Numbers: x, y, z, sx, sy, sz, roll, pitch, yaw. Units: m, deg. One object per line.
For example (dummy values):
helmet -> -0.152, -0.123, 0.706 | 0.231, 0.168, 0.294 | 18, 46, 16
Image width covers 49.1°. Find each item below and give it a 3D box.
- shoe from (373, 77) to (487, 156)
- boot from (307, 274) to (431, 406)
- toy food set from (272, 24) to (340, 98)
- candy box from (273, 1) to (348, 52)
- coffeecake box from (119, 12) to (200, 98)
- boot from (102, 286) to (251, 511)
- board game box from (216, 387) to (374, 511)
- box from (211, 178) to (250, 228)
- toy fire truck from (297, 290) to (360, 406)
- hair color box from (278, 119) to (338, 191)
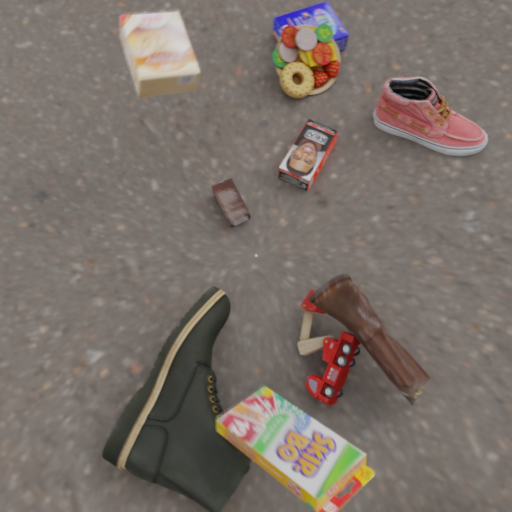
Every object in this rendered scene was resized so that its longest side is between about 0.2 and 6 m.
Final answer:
shoe -> 3.282, -2.581, 10.335 | 2.168, 0.986, 0.775 | 19, 66, 9
boot -> 1.634, 1.196, 7.760 | 0.610, 1.771, 1.900 | -41, 66, 19
toy food set -> 0.998, -3.865, 10.989 | 1.393, 0.339, 1.379 | -19, 99, -9
candy box -> 1.107, -4.595, 11.590 | 1.239, 0.477, 1.048 | -20, 68, -10
coffeecake box -> -1.539, -3.194, 8.855 | 0.963, 0.458, 1.255 | -13, 70, -19
boot -> -0.607, 2.097, 8.162 | 1.989, 1.114, 2.875 | 28, 81, 8
board game box -> 0.441, 2.288, 6.741 | 0.882, 0.277, 1.847 | -26, 39, -37
box -> -0.445, -0.935, 9.853 | 0.396, 0.296, 0.790 | -24, 72, -5
toy fire truck -> 1.014, 1.385, 8.578 | 1.065, 0.368, 1.510 | 23, 90, 36
hair color box -> 0.960, -1.869, 10.331 | 0.634, 0.383, 1.250 | 25, 68, 11
